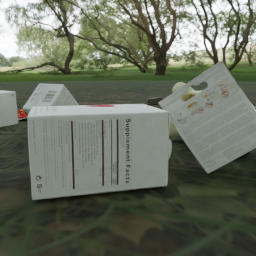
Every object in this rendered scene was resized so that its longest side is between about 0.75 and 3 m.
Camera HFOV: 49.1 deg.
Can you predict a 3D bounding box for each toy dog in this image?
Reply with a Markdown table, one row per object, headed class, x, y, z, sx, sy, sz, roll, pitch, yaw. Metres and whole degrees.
| class | x | y | z | sx | sy | sz | roll | pitch | yaw |
| --- | --- | --- | --- | --- | --- | --- | --- | --- | --- |
| toy dog | 2.670 | -0.097 | 8.550 | 2.607 | 1.876 | 2.689 | 24 | 0 | -28 |

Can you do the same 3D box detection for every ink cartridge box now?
| class | x | y | z | sx | sy | sz | roll | pitch | yaw |
| --- | --- | --- | --- | --- | --- | --- | --- | --- | --- |
| ink cartridge box | 1.956 | -0.212 | 6.353 | 1.667 | 2.072 | 0.519 | -34 | 5 | 22 |

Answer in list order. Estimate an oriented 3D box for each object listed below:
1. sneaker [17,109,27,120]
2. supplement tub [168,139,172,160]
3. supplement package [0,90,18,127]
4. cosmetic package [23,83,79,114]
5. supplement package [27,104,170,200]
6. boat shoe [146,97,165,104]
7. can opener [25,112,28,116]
| class | x | y | z | sx | sy | sz | roll | pitch | yaw |
| --- | --- | --- | --- | --- | --- | --- | --- | --- | --- |
| sneaker | -5.018 | -0.640 | 13.197 | 0.448 | 0.494 | 1.163 | -8 | 15 | -33 |
| supplement tub | 0.633 | 0.522 | 7.476 | 0.942 | 0.680 | 0.680 | 6 | 14 | 28 |
| supplement package | -6.138 | -0.867 | 11.999 | 2.403 | 1.457 | 1.439 | 7 | 14 | 27 |
| cosmetic package | -2.671 | -0.665 | 10.119 | 1.219 | 1.466 | 1.226 | 6 | 56 | 28 |
| supplement package | -0.659 | 0.352 | 5.992 | 2.678 | 1.604 | 1.624 | -3 | 11 | -16 |
| boat shoe | 1.887 | -1.825 | 18.588 | 1.363 | 0.508 | 0.500 | 2 | 12 | 2 |
| can opener | -4.992 | -1.179 | 14.925 | 0.740 | 0.934 | 2.810 | -1 | 17 | -10 |
